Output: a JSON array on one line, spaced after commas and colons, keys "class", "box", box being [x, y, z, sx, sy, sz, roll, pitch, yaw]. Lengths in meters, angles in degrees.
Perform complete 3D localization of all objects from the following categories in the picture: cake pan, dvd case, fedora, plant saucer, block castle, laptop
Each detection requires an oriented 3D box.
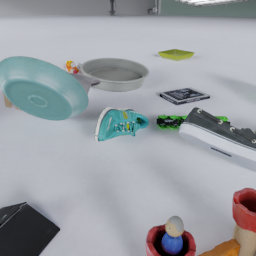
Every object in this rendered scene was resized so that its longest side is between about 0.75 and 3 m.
[{"class": "cake pan", "box": [-0.501, -2.059, 10.691, 2.597, 0.476, 2.597, 4, 32, -3]}, {"class": "dvd case", "box": [1.886, -1.076, 9.353, 1.347, 0.167, 1.012, -13, 28, -25]}, {"class": "fedora", "box": [-1.850, -0.966, 7.874, 2.105, 0.950, 1.862, 7, 3, 25]}, {"class": "plant saucer", "box": [-2.164, -0.800, 6.961, 2.337, 2.337, 0.420, 6, 60, 12]}, {"class": "block castle", "box": [1.567, 1.704, 2.384, 1.847, 1.297, 2.764, -13, 29, -26]}, {"class": "plant saucer", "box": [2.542, -3.838, 14.793, 1.429, 0.343, 1.431, -21, 34, -36]}, {"class": "laptop", "box": [-1.724, 1.600, 4.022, 1.016, 0.589, 0.951, -19, 15, 31]}]

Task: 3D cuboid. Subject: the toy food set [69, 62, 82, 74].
[{"class": "toy food set", "box": [-1.799, -2.235, 11.205, 1.135, 0.542, 0.511, 19, 8, -43]}]

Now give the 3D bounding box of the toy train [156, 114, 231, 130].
[{"class": "toy train", "box": [1.671, -0.168, 7.287, 1.897, 0.396, 0.535, 3, 16, 6]}]

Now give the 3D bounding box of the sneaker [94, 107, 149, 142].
[{"class": "sneaker", "box": [-0.122, -0.105, 6.561, 0.750, 0.730, 1.883, 20, 22, 25]}]

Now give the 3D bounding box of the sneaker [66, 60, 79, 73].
[{"class": "sneaker", "box": [-2.505, -2.709, 12.357, 0.447, 0.473, 1.226, -13, 30, -27]}]

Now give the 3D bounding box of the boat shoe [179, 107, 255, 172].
[{"class": "boat shoe", "box": [2.124, 0.278, 5.316, 2.317, 0.656, 0.795, 25, -10, 16]}]

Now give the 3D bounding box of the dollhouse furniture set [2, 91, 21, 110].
[{"class": "dollhouse furniture set", "box": [-3.410, -1.324, 9.115, 1.563, 0.814, 1.581, 13, 29, 25]}]
